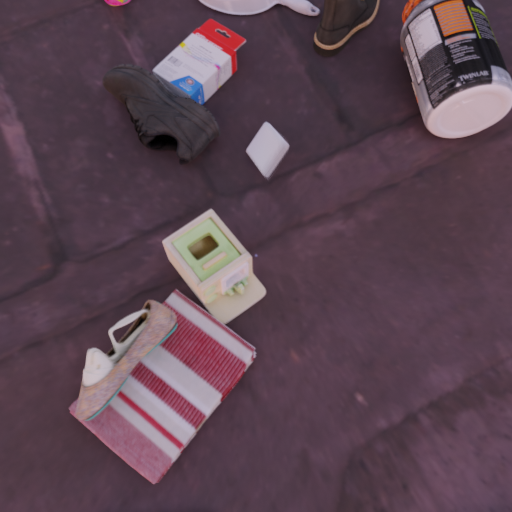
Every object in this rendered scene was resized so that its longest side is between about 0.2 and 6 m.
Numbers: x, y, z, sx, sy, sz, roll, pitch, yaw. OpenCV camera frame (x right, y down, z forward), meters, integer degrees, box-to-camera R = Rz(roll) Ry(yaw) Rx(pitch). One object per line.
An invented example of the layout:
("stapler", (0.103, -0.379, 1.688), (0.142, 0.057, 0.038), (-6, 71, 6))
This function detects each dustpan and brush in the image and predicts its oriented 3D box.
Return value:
("dustpan and brush", (0.171, -5.778, 12.113), (2.559, 0.732, 1.786), (22, 76, 16))

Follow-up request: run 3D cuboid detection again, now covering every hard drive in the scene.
("hard drive", (0.188, -1.952, 10.204), (0.682, 0.136, 1.034), (-54, 34, 18))

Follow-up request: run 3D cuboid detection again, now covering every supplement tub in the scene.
("supplement tub", (3.708, -3.741, 10.632), (1.629, 1.629, 2.658), (-6, 67, -3))

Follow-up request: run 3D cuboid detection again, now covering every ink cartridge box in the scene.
("ink cartridge box", (-1.097, -3.828, 11.225), (1.018, 0.589, 1.752), (36, 71, 14))

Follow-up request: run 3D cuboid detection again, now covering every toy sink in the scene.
("toy sink", (-0.670, 0.189, 9.328), (1.025, 0.881, 1.572), (-34, 71, -13))

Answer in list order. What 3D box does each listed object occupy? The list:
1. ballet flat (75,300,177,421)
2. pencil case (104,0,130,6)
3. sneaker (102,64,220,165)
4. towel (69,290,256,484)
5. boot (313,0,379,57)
("ballet flat", (-2.125, 1.494, 8.528), (0.716, 0.707, 2.102), (6, 49, 52))
("pencil case", (-3.068, -6.255, 12.222), (0.729, 0.729, 1.650), (-10, 66, -4))
("sneaker", (-1.986, -2.676, 10.574), (2.597, 0.986, 1.179), (32, 78, 16))
("towel", (-1.438, 1.983, 8.863), (1.829, 0.289, 2.539), (35, 71, 16))
("boot", (2.001, -5.308, 11.352), (0.862, 1.540, 2.226), (27, 69, 11))
